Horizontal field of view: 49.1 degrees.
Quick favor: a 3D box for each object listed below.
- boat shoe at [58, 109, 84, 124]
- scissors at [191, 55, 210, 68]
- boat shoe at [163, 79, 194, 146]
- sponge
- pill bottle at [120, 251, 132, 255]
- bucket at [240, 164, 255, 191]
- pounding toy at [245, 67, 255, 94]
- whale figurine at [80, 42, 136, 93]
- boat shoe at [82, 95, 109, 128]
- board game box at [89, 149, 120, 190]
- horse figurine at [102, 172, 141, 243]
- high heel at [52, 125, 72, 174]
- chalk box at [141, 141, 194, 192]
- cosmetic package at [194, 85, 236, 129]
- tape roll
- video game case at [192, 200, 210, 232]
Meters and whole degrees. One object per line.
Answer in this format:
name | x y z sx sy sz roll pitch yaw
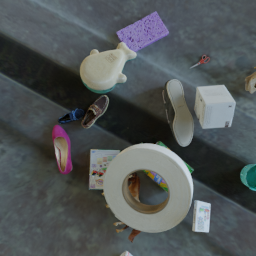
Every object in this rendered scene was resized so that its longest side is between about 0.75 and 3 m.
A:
boat shoe | -2.157 -0.403 10.674 1.052 0.361 0.443 -29 86 -2
scissors | 2.821 -2.524 10.984 0.867 0.060 0.317 -43 89 -4
boat shoe | 1.870 -0.570 10.607 0.847 0.722 2.533 -11 90 -12
sponge | 0.575 -3.706 10.967 1.803 0.269 1.006 -29 86 -2
pill bottle | 0.212 5.130 10.090 1.293 0.703 0.703 41 87 3
bucket | 4.725 1.807 10.357 1.030 0.670 1.030 0 86 0
pounding toy | 5.145 -1.892 10.794 1.413 0.810 0.808 -32 114 7
whale figurine | -0.730 -2.229 10.516 1.790 1.167 2.250 42 71 12
boat shoe | -1.256 -0.635 10.603 0.536 0.535 1.486 39 87 3
board game box | -0.876 1.561 10.555 1.137 0.300 1.486 2 86 0
horse figurine | 0.034 2.931 10.288 1.506 0.567 2.272 -21 86 -7
high heel | -2.483 0.777 10.313 0.632 0.901 1.878 -10 86 -1
chalk box | 1.136 1.295 10.126 1.965 1.226 1.218 40 86 4
cosmetic package | 3.062 -0.772 10.032 1.038 1.259 1.037 -4 126 0
tape roll | 0.630 2.021 9.352 3.035 0.554 3.035 4 104 15
video game case | 2.393 2.869 9.057 0.120 1.017 0.926 -5 69 39
